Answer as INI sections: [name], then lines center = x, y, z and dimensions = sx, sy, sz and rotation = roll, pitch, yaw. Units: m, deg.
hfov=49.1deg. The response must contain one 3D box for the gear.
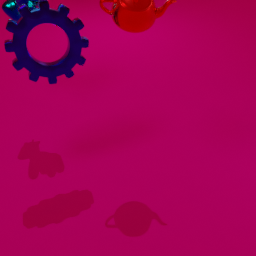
[gear]
center = -1.339, -1.411, 4.691
dimensions = 1.326, 1.326, 0.245
rotation = -13, 33, -15

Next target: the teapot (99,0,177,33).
[teapot]
center = 0.142, -1.868, 4.333
dimensions = 1.169, 0.572, 0.727
rotation = 1, 66, -5

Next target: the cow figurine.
[cow figurine]
center = -2.017, -2.649, 5.618
dimensions = 1.147, 0.630, 1.129
rotation = -45, 34, 5
